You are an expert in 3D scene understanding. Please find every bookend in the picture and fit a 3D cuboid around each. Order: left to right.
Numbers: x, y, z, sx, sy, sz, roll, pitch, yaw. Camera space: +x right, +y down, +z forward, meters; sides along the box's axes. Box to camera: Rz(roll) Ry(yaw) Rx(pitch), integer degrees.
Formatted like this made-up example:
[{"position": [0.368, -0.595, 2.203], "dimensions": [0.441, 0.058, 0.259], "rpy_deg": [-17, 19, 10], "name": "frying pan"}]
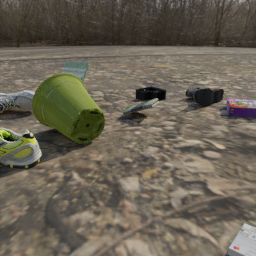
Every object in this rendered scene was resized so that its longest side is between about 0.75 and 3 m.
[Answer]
[{"position": [1.126, -1.676, 13.952], "dimensions": [1.088, 0.501, 1.081], "rpy_deg": [-16, 26, -35], "name": "bookend"}]

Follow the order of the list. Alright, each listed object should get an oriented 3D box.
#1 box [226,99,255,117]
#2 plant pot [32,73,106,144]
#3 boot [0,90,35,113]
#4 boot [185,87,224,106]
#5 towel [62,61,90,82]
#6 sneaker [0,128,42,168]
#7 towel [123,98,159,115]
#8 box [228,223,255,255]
[{"position": [5.247, -0.841, 11.861], "dimensions": [1.991, 0.389, 1.362], "rpy_deg": [5, 21, 12], "name": "box"}, {"position": [-1.770, -0.473, 9.175], "dimensions": [2.063, 2.063, 1.959], "rpy_deg": [-15, 39, -35], "name": "plant pot"}, {"position": [-4.962, -0.940, 11.670], "dimensions": [2.555, 0.940, 1.221], "rpy_deg": [-1, 26, 21], "name": "boot"}, {"position": [3.393, -1.575, 13.501], "dimensions": [1.564, 0.829, 2.376], "rpy_deg": [16, 15, 43], "name": "boot"}, {"position": [-2.799, -2.218, 13.435], "dimensions": [1.674, 2.195, 0.257], "rpy_deg": [11, -14, 35], "name": "towel"}, {"position": [-3.623, 0.448, 7.615], "dimensions": [2.545, 0.972, 0.959], "rpy_deg": [0, 22, 2], "name": "sneaker"}, {"position": [0.569, -0.858, 11.524], "dimensions": [1.303, 0.234, 1.353], "rpy_deg": [-15, 11, 22], "name": "towel"}, {"position": [2.115, 1.976, 4.692], "dimensions": [0.606, 0.160, 0.777], "rpy_deg": [15, 24, 36], "name": "box"}]
